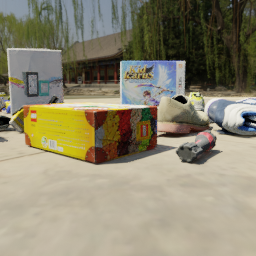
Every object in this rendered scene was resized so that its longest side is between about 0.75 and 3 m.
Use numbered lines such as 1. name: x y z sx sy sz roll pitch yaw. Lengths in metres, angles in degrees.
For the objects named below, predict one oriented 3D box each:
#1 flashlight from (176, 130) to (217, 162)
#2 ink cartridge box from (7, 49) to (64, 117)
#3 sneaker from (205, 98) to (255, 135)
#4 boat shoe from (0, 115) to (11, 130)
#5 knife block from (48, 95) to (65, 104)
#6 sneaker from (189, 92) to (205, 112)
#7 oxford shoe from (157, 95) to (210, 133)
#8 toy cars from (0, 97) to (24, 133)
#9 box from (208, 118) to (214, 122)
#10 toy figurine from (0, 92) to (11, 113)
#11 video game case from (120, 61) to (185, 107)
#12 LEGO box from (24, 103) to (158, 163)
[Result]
1. flashlight: 1.315 0.340 5.380 0.428 0.427 1.261 50 34 18
2. ink cartridge box: -3.814 -1.792 11.810 2.040 2.793 2.049 -2 8 -15
3. sneaker: 3.704 -0.254 8.110 2.554 1.029 1.870 3 17 -18
4. boat shoe: -4.267 -0.157 8.189 1.666 0.615 0.569 5 -11 -40
5. knife block: -2.543 -0.523 8.863 1.128 0.990 0.361 -14 4 -29
6. sneaker: 3.690 -1.388 15.142 1.062 1.077 2.818 -1 7 2
7. oxford shoe: 1.809 -0.462 8.479 1.035 1.079 2.924 5 6 31
8. toy cars: -3.697 -0.427 8.408 2.578 1.156 0.571 22 53 21
9. box: 2.989 -0.425 11.091 1.509 0.311 1.177 -9 11 -42
10. toy figurine: -6.237 -1.055 14.770 1.329 1.171 2.219 32 19 14
11. video game case: 0.990 -1.518 11.418 2.602 2.358 0.591 -1 7 -2
12. LEGO box: -0.846 -0.037 6.124 2.418 0.933 1.801 7 11 41
